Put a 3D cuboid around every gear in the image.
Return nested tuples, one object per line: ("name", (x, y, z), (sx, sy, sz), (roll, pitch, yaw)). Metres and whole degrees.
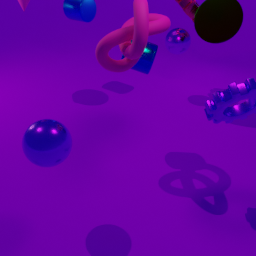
("gear", (1.916, -0.434, 4.857), (1.138, 1.138, 0.211), (-7, 64, -10))
("gear", (1.993, -4.047, 9.139), (2.044, 0.378, 2.044), (37, 30, -26))

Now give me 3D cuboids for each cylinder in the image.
("cylinder", (0.250, -1.673, 6.446), (0.703, 0.703, 0.703), (19, 34, -3))
("cylinder", (-1.754, -4.371, 10.225), (0.881, 0.881, 0.881), (23, 39, 30))

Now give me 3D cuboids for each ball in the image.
("ball", (1.700, -2.955, 9.551), (0.880, 0.880, 0.880), (0, 33, 0))
("ball", (-1.330, 0.249, 4.633), (0.802, 0.802, 0.802), (0, 33, 0))

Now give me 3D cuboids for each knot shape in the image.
("knot shape", (0.137, -1.797, 5.350), (1.657, 0.765, 1.550), (-46, 6, -5))

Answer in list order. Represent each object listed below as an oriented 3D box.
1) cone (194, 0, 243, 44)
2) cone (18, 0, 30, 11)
("cone", (2.606, -3.336, 8.244), (1.301, 1.301, 1.306), (6, 35, 9))
("cone", (-3.389, -4.483, 9.062), (1.380, 1.385, 1.380), (-1, 3, 0))
